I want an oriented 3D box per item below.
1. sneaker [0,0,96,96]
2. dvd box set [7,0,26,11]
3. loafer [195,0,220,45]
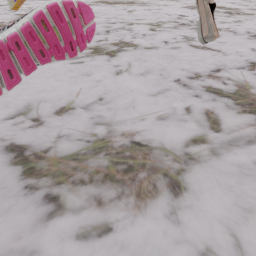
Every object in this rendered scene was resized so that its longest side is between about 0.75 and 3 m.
[{"bbox_3d":[-1.454,-1.214,3.966,2.192,0.809,0.959,-41,43,-25],"label":"sneaker"},{"bbox_3d":[-2.609,-3.825,6.821,1.559,1.140,0.229,-27,-4,37],"label":"dvd box set"},{"bbox_3d":[1.804,-2.582,6.220,0.448,1.426,0.513,-6,-9,42],"label":"loafer"}]
